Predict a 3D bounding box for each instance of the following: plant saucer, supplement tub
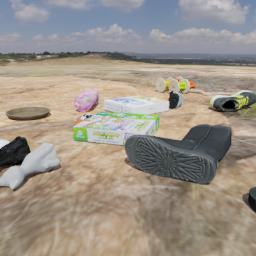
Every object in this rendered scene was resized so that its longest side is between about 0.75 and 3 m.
[{"bbox_3d":[-4.324,-0.625,12.176,1.849,0.272,1.849,1,16,0],"label":"plant saucer"},{"bbox_3d":[-1.585,-0.222,10.350,0.501,0.501,0.818,5,16,15],"label":"supplement tub"}]

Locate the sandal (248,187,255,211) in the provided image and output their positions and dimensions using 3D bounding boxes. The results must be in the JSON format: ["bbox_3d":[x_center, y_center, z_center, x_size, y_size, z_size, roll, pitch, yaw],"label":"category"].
[{"bbox_3d":[3.682,1.163,5.229,2.804,0.671,1.054,-3,16,-10],"label":"sandal"}]

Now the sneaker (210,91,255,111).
[{"bbox_3d":[5.144,-1.156,13.270,2.342,0.872,0.991,-11,23,-4],"label":"sneaker"}]

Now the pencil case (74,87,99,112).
[{"bbox_3d":[-2.004,-1.441,13.823,0.935,0.935,2.139,1,17,5],"label":"pencil case"}]

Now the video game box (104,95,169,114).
[{"bbox_3d":[0.380,-1.070,13.254,2.341,0.548,2.133,-13,23,-38],"label":"video game box"}]

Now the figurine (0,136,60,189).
[{"bbox_3d":[-2.651,0.863,6.594,1.541,0.663,1.503,9,26,28],"label":"figurine"}]

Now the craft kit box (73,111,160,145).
[{"bbox_3d":[-0.284,-0.030,9.684,2.381,0.585,2.411,7,18,15],"label":"craft kit box"}]

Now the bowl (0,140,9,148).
[{"bbox_3d":[-3.622,0.668,7.346,1.017,0.457,1.017,1,16,0],"label":"bowl"}]

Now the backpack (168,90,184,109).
[{"bbox_3d":[2.380,-1.398,14.052,0.678,0.894,1.071,27,21,15],"label":"backpack"}]

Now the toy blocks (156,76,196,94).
[{"bbox_3d":[3.563,-2.912,18.840,2.666,0.968,2.222,-12,19,-35],"label":"toy blocks"}]

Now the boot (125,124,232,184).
[{"bbox_3d":[1.487,0.375,7.477,2.250,0.896,2.729,18,26,22],"label":"boot"}]
